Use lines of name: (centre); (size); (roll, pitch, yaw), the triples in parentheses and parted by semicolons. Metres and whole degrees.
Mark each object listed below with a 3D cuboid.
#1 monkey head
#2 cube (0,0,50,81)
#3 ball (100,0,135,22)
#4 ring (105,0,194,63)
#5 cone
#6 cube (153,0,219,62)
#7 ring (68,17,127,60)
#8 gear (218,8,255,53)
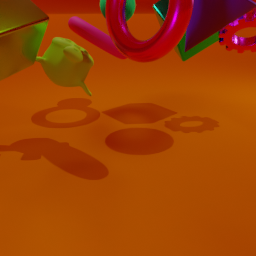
monkey head: (-1.368, -1.378, 6.196); (1.701, 1.025, 1.224); (30, 12, -18)
cube: (-2.431, -1.763, 5.060); (1.245, 1.245, 1.245); (42, 44, 0)
ball: (-0.329, -3.899, 8.888); (1.126, 1.126, 1.126); (0, 24, 0)
ring: (0.318, -2.297, 5.261); (0.417, 2.085, 2.085); (-11, 25, -43)
cone: (1.749, -2.466, 6.460); (1.629, 1.635, 1.629); (21, 33, -14)
cube: (1.758, -3.101, 8.174); (1.369, 1.369, 1.369); (-31, 59, 8)
ring: (-0.810, -2.579, 8.077); (1.953, 0.391, 1.953); (29, 14, -8)
gear: (3.176, -2.517, 7.398); (1.482, 0.274, 1.482); (7, -18, 2)
